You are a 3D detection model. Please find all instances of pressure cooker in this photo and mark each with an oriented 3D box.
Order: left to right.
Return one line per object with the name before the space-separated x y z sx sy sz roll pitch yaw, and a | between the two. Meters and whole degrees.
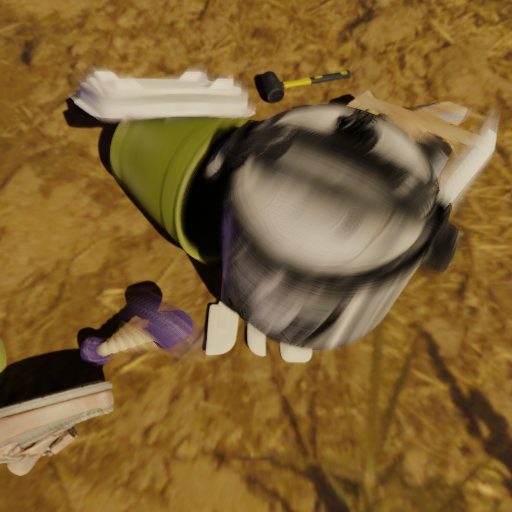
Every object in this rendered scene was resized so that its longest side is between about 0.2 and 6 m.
pressure cooker | 0.912 -0.487 7.889 2.900 3.298 2.946 -15 63 -13

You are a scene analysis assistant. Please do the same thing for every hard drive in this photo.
hard drive | 2.941 -1.169 7.912 0.154 0.761 1.154 41 98 20

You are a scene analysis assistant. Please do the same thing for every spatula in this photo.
spatula | 0.118 0.556 9.302 1.694 0.196 2.437 2 58 3

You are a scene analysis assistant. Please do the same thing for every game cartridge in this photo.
game cartridge | 2.512 -1.370 9.081 0.846 1.269 0.257 21 20 -15

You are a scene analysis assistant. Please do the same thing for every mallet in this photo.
mallet | 0.993 -3.646 11.520 1.921 0.395 0.633 -19 59 -16

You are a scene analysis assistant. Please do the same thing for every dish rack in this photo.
dish rack | -1.457 -2.543 8.731 2.486 0.541 2.134 -8 25 -24

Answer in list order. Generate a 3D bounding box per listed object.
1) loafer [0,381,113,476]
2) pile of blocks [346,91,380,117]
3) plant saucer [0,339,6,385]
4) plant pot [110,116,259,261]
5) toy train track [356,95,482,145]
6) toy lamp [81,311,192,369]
loafer | -3.494 2.631 7.706 3.320 1.194 1.044 -16 80 -2
pile of blocks | 2.049 -1.886 10.371 0.848 1.120 2.729 -30 44 32
plant saucer | -4.798 1.743 8.549 1.829 0.284 1.829 0 61 -1
plant pot | -1.159 -1.474 9.355 2.266 2.353 2.353 32 65 32
toy train track | 2.959 -2.197 9.684 2.110 0.598 3.679 28 31 21
toy lamp | -1.721 1.201 8.069 1.902 0.554 0.554 -23 56 31
